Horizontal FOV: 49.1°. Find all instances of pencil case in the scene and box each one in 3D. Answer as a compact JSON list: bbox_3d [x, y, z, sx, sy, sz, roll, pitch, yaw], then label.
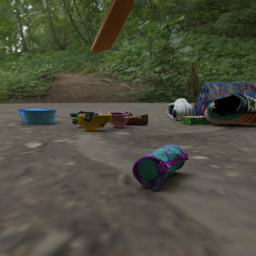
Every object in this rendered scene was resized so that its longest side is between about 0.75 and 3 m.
[{"bbox_3d":[0.405,0.430,3.320,0.411,0.378,0.889,-12,0,26],"label":"pencil case"}]

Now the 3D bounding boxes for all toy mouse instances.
[{"bbox_3d":[-0.912,-0.277,9.160,2.598,0.503,2.309,0,7,-5],"label":"toy mouse"}]

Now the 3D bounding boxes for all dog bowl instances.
[{"bbox_3d":[-3.548,-0.485,10.947,1.212,0.539,2.175,-4,8,-30],"label":"dog bowl"}]

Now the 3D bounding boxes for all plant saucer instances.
[{"bbox_3d":[-0.273,-2.972,7.126,0.447,2.390,2.390,23,1,-14],"label":"plant saucer"}]

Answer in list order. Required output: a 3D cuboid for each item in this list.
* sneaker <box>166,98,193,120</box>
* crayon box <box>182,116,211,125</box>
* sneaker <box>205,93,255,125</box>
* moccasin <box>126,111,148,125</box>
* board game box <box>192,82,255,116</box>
[{"bbox_3d":[2.216,-0.892,12.760,0.917,0.946,2.590,4,7,-1],"label":"sneaker"},{"bbox_3d":[2.508,-0.284,10.293,0.924,0.269,0.549,-3,7,-28],"label":"crayon box"},{"bbox_3d":[3.967,-0.664,9.553,2.492,0.889,0.996,-5,-23,-3],"label":"sneaker"},{"bbox_3d":[0.070,-0.366,9.975,1.309,0.505,0.479,2,7,16],"label":"moccasin"},{"bbox_3d":[4.105,-1.001,11.039,2.676,0.826,2.678,-6,-20,2],"label":"board game box"}]
